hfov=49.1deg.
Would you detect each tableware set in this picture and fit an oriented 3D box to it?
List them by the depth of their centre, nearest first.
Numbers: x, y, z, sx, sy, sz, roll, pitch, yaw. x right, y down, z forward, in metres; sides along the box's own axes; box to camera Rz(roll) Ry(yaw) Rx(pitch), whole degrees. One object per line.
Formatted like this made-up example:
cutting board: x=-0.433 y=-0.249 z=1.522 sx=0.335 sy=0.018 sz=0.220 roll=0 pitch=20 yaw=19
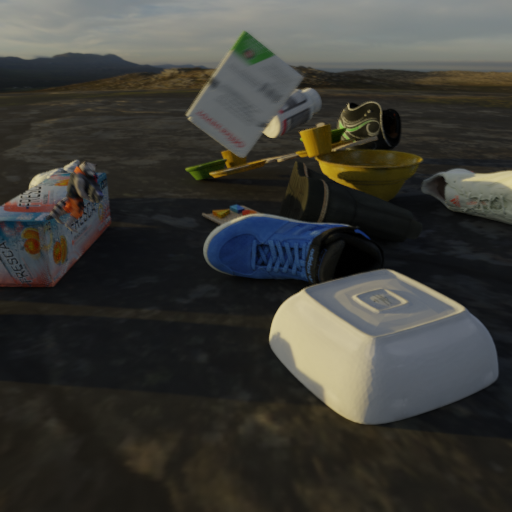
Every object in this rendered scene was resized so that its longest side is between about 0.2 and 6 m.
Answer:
tableware set: x=0.375 y=-2.681 z=14.166 sx=3.192 sy=0.727 sz=4.738 roll=-21 pitch=14 yaw=-34

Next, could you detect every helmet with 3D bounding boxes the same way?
helmet: x=3.497 y=-4.008 z=17.796 sx=1.798 sy=1.886 sz=1.886 roll=-4 pitch=14 yaw=40

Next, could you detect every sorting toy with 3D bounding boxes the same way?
sorting toy: x=-0.291 y=-0.799 z=11.662 sx=1.138 sy=0.227 sz=1.540 roll=-13 pitch=24 yaw=-31

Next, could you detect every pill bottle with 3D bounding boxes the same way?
pill bottle: x=0.635 y=-2.685 z=10.368 sx=1.167 sy=0.646 sz=0.646 roll=-32 pitch=35 yaw=-28

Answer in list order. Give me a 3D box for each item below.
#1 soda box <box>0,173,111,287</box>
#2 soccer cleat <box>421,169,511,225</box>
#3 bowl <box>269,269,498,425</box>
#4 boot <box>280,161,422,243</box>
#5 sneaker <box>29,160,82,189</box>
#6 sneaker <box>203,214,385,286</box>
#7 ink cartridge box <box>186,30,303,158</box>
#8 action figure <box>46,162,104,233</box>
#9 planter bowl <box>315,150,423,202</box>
soda box: x=-3.531 y=-0.588 z=9.818 sx=1.043 sy=1.122 sz=3.280 roll=1 pitch=21 yaw=1
soccer cleat: x=4.747 y=-1.260 z=11.821 sx=1.256 sy=1.122 sz=3.238 roll=-8 pitch=15 yaw=-12
bowl: x=1.434 y=0.861 z=6.502 sx=2.179 sy=0.815 sz=2.182 roll=-11 pitch=25 yaw=-25
boot: x=1.742 y=-0.953 z=11.278 sx=2.231 sy=1.250 sz=3.226 roll=13 pitch=18 yaw=-7
sneaker: x=-4.524 y=-1.433 z=12.478 sx=1.133 sy=1.050 sz=2.795 roll=-11 pitch=16 yaw=-3
sneaker: x=0.607 y=-0.029 z=8.484 sx=2.685 sy=1.030 sz=1.493 roll=2 pitch=11 yaw=-13
ink cartridge box: x=-0.144 y=-1.878 z=6.579 sx=0.852 sy=1.167 sz=0.490 roll=36 pitch=16 yaw=-11
action figure: x=-2.352 y=-0.805 z=7.402 sx=0.507 sy=0.937 sz=0.969 roll=22 pitch=1 yaw=-28
planter bowl: x=2.624 y=-1.829 z=13.233 sx=2.473 sy=1.030 sz=2.473 roll=-1 pitch=20 yaw=0
